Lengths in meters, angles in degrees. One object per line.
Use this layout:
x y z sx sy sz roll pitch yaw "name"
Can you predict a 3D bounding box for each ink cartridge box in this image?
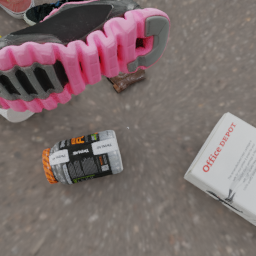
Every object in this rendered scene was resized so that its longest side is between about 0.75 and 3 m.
2.736 1.027 6.355 2.372 0.993 1.711 33 76 9 "ink cartridge box"

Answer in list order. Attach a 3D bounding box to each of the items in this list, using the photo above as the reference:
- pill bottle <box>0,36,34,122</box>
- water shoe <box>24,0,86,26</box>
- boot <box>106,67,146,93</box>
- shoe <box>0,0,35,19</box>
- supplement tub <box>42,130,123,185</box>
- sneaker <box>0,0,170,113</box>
-3.448 -1.478 6.774 2.928 1.646 1.646 37 77 11 "pill bottle"
-1.748 -3.265 7.672 2.280 0.900 0.815 0 67 -3 "water shoe"
-0.091 -1.507 7.486 0.970 0.312 0.904 -33 89 -6 "boot"
-3.969 -4.335 7.804 2.959 1.346 1.057 35 76 10 "shoe"
-1.023 0.700 6.451 1.675 1.026 1.026 -13 74 -5 "supplement tub"
-0.821 -1.136 3.716 2.668 1.054 1.273 -22 59 -19 "sneaker"
